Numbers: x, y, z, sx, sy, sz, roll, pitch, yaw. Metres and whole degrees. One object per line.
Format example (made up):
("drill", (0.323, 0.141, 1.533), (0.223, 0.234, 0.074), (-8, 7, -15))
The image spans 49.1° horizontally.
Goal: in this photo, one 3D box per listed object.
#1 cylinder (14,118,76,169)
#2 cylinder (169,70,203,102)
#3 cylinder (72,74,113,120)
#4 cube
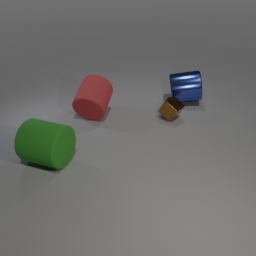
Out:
("cylinder", (-2.619, 0.486, 8.998), (1.400, 1.400, 1.400), (11, 31, 17))
("cylinder", (2.723, -1.938, 13.255), (1.400, 1.400, 1.400), (-6, 28, 9))
("cylinder", (-1.471, -1.287, 11.829), (1.400, 1.400, 1.400), (7, 55, 13))
("cube", (1.848, -0.817, 11.918), (0.700, 0.700, 0.700), (45, 45, 14))
